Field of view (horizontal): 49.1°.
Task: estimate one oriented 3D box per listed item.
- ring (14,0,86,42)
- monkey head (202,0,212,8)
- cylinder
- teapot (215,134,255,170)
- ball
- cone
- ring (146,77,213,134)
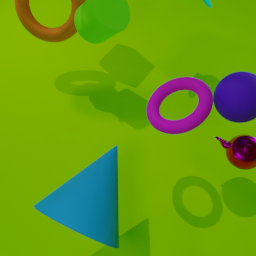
[{"bbox_3d":[-2.056,-3.261,7.403,1.918,1.918,0.384,5,22,2],"label":"ring"},{"bbox_3d":[1.585,-3.667,6.736,0.936,1.554,1.118,5,19,39],"label":"monkey head"},{"bbox_3d":[-0.631,-2.667,6.754,1.005,1.005,1.005,2,86,-36],"label":"cylinder"},{"bbox_3d":[2.628,0.497,6.381,1.335,0.653,0.830,21,78,19],"label":"teapot"},{"bbox_3d":[2.114,-0.577,5.291,0.962,0.962,0.962,0,65,0],"label":"ball"},{"bbox_3d":[-0.566,1.052,5.215,1.653,1.653,1.660,23,72,10],"label":"cone"},{"bbox_3d":[0.952,-0.445,5.290,1.282,0.256,1.282,-15,51,20],"label":"ring"}]
